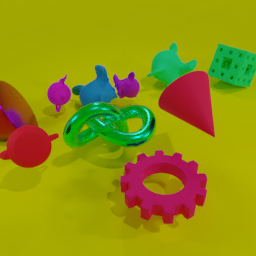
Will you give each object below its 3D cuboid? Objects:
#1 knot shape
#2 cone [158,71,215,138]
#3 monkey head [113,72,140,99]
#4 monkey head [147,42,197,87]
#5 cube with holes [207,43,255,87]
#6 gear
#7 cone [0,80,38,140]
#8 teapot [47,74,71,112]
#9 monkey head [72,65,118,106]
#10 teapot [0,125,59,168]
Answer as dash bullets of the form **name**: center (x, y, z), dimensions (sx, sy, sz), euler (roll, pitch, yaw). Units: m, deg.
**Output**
- **knot shape**: center (-0.546, -0.051, 6.037), dimensions (1.997, 0.923, 1.869), euler (-1, 1, 40)
- **cone**: center (1.409, -0.295, 5.617), dimensions (1.196, 1.196, 1.200), euler (-16, 61, -22)
- **monkey head**: center (-0.042, -1.263, 8.122), dimensions (0.688, 1.142, 0.822), euler (-21, 64, -6)
- **monkey head**: center (1.445, -2.073, 9.121), dimensions (1.372, 1.149, 1.907), euler (-24, 26, 53)
- **cube with holes**: center (3.498, -2.054, 9.218), dimensions (1.055, 1.055, 1.055), euler (-2, 27, -42)
- **gear**: center (0.648, 1.012, 5.156), dimensions (1.548, 0.286, 1.548), euler (-1, 35, 1)
- **cone**: center (-3.404, -0.077, 6.988), dimensions (1.621, 1.615, 1.615), euler (-29, 37, 5)
- **teapot**: center (-1.854, -0.962, 7.723), dimensions (0.669, 1.075, 0.526), euler (6, 11, -37)
- **monkey head**: center (-0.940, -1.101, 8.028), dimensions (1.019, 1.217, 1.692), euler (-33, 42, -27)
- **teapot**: center (-1.852, 0.344, 5.132), dimensions (1.242, 0.772, 0.608), euler (-22, 11, -22)
